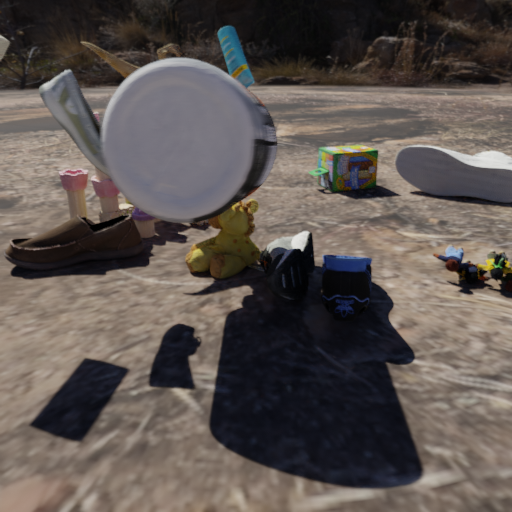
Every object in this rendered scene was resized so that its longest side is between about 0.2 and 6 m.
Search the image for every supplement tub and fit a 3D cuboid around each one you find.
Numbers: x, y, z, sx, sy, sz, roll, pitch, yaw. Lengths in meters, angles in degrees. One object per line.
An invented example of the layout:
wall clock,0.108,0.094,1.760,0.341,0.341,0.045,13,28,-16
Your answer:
supplement tub,-0.706,-1.542,7.690,1.879,1.879,3.067,2,11,6

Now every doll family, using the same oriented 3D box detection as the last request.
doll family,3.703,0.199,9.249,1.510,0.593,0.873,4,25,23

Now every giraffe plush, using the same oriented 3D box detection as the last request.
giraffe plush,-0.458,-0.377,9.754,1.485,1.204,1.281,3,22,9

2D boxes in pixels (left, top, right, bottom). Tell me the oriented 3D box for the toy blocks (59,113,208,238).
toy blocks,-2.442,-1.993,12.261,2.851,2.400,2.664,14,25,32

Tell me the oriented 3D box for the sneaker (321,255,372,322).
sneaker,1.329,0.445,8.397,0.810,0.900,2.309,4,1,13

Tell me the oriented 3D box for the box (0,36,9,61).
box,-3.997,-3.003,7.499,0.507,0.422,1.234,35,11,19

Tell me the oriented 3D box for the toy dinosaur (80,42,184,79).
toy dinosaur,-1.811,-3.150,10.265,1.370,2.709,0.789,-28,45,35

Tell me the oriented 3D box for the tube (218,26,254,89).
tube,-0.333,-3.183,9.156,0.295,1.169,0.453,-5,-20,-39

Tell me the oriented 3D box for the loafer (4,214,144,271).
loafer,-3.294,-0.355,10.173,2.417,0.858,0.882,-9,23,-23

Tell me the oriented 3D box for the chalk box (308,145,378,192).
chalk box,2.276,-2.367,15.084,1.694,1.050,1.057,-7,22,-17

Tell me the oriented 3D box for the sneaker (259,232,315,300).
sneaker,0.431,0.179,9.107,0.856,0.798,2.160,-5,14,14

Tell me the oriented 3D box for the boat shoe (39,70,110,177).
boat shoe,-2.313,-1.791,7.934,0.538,1.679,0.619,-32,30,7

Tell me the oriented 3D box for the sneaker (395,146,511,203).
sneaker,5.419,-2.241,14.800,3.248,1.197,1.877,20,25,21
